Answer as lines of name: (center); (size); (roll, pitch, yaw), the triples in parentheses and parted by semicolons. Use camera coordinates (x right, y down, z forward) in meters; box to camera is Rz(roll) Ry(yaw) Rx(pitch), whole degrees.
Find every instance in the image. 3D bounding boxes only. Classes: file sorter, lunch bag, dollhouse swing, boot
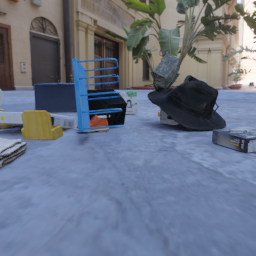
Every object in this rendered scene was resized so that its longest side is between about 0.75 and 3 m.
file sorter: (-0.683, -0.774, 6.807); (1.014, 1.652, 1.147); (-5, 1, 0)
lunch bag: (1.142, -1.544, 8.262); (0.571, 0.796, 0.971); (31, -19, 20)
dollhouse swing: (-2.205, -0.110, 7.180); (0.860, 0.756, 0.781); (0, 10, 8)
boot: (-1.041, -0.129, 8.058); (0.960, 0.515, 0.360); (-5, 12, -19)

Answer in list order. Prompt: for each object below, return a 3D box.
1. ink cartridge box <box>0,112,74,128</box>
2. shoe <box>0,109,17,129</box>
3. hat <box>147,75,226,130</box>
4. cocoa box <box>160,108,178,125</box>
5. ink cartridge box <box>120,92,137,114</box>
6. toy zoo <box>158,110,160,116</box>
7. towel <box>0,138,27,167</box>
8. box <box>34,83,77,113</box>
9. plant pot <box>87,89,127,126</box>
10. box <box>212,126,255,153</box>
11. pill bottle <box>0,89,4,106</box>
ink cartridge box: (-2.795, -0.231, 8.168); (1.799, 0.423, 1.778); (0, -1, 19)
shoe: (-4.687, -0.401, 8.577); (2.954, 0.788, 1.033); (-1, 10, -28)
hat: (2.119, -1.024, 8.985); (2.827, 1.140, 2.827); (18, 29, -10)
cocoa box: (1.670, -0.521, 9.901); (0.668, 0.658, 1.002); (8, 13, 41)
ink cartridge box: (0.015, -1.099, 12.276); (0.701, 0.960, 0.404); (-1, 6, 24)
toy zoo: (2.220, -0.609, 11.776); (2.111, 0.216, 1.385); (6, 12, 34)
towel: (-3.000, 0.428, 5.243); (1.903, 0.328, 1.261); (0, 9, -1)
box: (-3.335, -1.561, 14.014); (2.306, 1.377, 2.345); (-2, 11, -11)
plant pot: (-0.681, -0.569, 9.067); (1.162, 1.165, 1.034); (-8, 24, -40)
box: (2.789, 0.235, 6.379); (1.343, 0.325, 1.064); (-4, 10, -24)
pill bottle: (-7.469, -1.545, 13.894); (2.455, 1.359, 1.359); (4, 10, 20)
